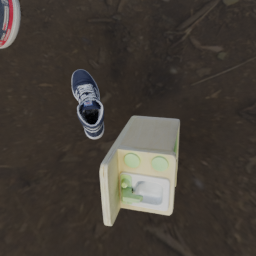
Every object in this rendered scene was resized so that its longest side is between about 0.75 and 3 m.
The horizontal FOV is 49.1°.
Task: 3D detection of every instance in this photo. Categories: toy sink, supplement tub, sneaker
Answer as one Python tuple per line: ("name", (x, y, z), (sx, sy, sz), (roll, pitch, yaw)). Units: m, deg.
("toy sink", (0.383, 0.804, 5.470), (1.169, 1.361, 2.088), (5, 26, 15))
("supplement tub", (-3.716, -2.671, 6.210), (2.184, 1.533, 1.533), (-8, 54, -51))
("sneaker", (-0.987, -0.732, 6.810), (0.664, 1.027, 1.893), (-15, 77, -6))
